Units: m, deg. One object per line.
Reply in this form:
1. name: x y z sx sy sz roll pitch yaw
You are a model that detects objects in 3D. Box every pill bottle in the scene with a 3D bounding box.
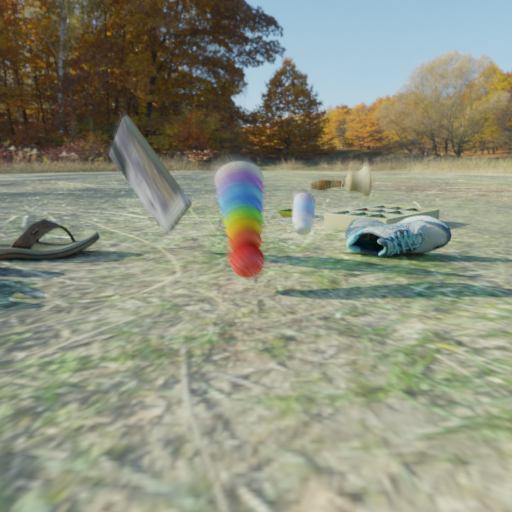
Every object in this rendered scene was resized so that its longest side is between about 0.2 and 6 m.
1. pill bottle: 1.015 -0.890 11.949 0.459 0.843 0.459 4 -31 3

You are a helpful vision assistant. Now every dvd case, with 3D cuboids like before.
1. dvd case: -2.174 -1.551 11.230 0.167 2.090 1.554 -36 -1 -30

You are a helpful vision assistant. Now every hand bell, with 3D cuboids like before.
1. hand bell: 1.487 -1.293 10.046 1.033 0.538 0.538 -6 12 -5

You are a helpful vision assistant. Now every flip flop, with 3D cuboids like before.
1. flip flop: -4.511 -0.361 11.297 2.596 0.747 1.053 -2 11 -9

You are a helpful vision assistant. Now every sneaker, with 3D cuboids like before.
1. sneaker: 2.817 -0.267 11.292 2.122 0.823 0.916 -1 24 20

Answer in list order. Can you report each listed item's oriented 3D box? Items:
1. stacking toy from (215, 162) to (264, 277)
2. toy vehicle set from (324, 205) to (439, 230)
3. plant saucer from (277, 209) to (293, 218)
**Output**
1. stacking toy: -0.228 -0.540 8.916 0.818 1.915 0.818 -3 -31 -2
2. toy vehicle set: 3.579 -1.057 15.743 1.924 0.411 3.097 10 15 41
3. plant saucer: 1.212 -1.346 17.772 0.824 0.198 0.825 8 14 36
